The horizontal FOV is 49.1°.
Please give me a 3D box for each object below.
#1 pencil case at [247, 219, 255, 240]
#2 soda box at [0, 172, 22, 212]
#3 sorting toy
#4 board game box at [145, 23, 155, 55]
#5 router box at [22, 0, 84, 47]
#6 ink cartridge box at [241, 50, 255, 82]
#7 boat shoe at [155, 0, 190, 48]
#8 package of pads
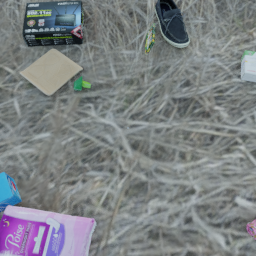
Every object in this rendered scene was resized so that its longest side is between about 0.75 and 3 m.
[{"bbox_3d":[4.430,2.959,8.884,1.358,0.562,0.587,-34,95,-8],"label":"pencil case"},{"bbox_3d":[-5.032,2.557,9.066,2.772,0.889,0.940,-26,67,-12],"label":"soda box"},{"bbox_3d":[-2.874,-2.104,11.630,2.704,0.398,1.999,37,65,20],"label":"sorting toy"},{"bbox_3d":[0.944,-3.785,11.916,0.159,0.711,1.357,16,50,-12],"label":"board game box"},{"bbox_3d":[-3.320,-4.754,12.700,2.606,0.809,1.952,-3,64,-2],"label":"router box"},{"bbox_3d":[5.281,-2.583,11.791,0.890,0.536,1.225,10,63,5],"label":"ink cartridge box"},{"bbox_3d":[1.979,-4.885,12.719,1.099,0.917,2.947,-14,66,-9],"label":"boat shoe"},{"bbox_3d":[-2.520,3.455,8.512,2.903,1.098,1.749,8,61,4],"label":"package of pads"}]
